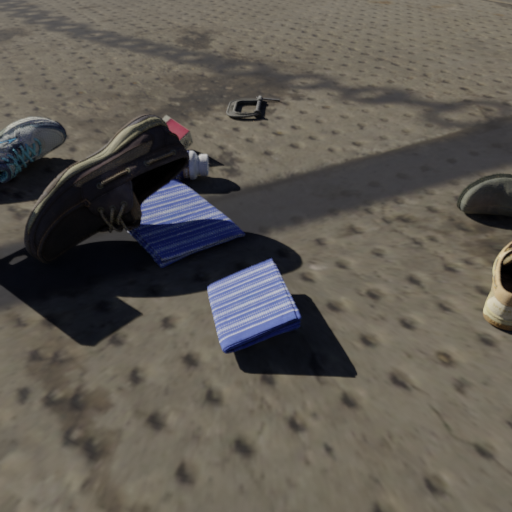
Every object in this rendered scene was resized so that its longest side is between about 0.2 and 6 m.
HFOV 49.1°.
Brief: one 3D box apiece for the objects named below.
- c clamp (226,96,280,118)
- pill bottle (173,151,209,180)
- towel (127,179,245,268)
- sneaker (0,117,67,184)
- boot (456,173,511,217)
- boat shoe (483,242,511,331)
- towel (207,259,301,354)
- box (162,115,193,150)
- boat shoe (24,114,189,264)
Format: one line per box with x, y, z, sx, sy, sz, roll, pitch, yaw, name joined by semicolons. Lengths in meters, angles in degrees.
-0.116;-3.822;14.313;1.257;0.199;1.472;6;36;8;c clamp
-1.483;-1.800;11.185;1.042;0.578;0.578;-1;36;-1;pill bottle
-1.533;-0.652;9.949;1.678;0.276;2.318;-22;43;-30;towel
-4.955;-1.950;11.299;2.498;0.970;1.078;-26;54;-21;sneaker
4.752;-0.799;9.764;2.114;0.716;1.381;-6;42;-5;boot
3.906;0.245;8.280;0.741;0.671;2.080;17;39;21;boat shoe
-0.065;0.677;7.794;1.120;0.184;1.546;-22;33;0;towel
-1.778;-2.633;12.153;0.709;0.453;0.386;35;73;19;box
-2.342;-0.995;9.049;1.140;1.159;3.111;39;77;17;boat shoe
